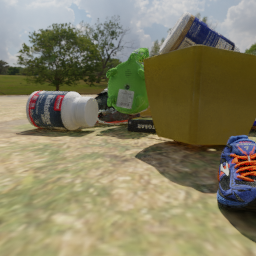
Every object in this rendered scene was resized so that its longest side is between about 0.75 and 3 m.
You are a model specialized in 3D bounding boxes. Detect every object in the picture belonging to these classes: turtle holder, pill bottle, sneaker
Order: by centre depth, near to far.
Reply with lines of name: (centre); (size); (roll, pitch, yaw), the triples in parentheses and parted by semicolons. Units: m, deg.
sneaker: (1.513, 0.536, 3.713); (0.722, 0.752, 1.918); (0, 8, 9)
pill bottle: (1.908, -1.745, 6.776); (2.086, 1.157, 1.157); (31, 6, -7)
pill bottle: (-2.183, -0.591, 9.472); (2.168, 1.296, 1.296); (3, 9, 20)
turtle holder: (0.172, -1.630, 10.175); (1.735, 2.283, 1.621); (-20, -9, 27)
sneaker: (-0.354, -0.520, 10.922); (1.727, 0.707, 0.666); (-2, 9, 1)
sneaker: (-0.996, -1.040, 11.013); (2.454, 1.110, 0.816); (-4, -2, -40)

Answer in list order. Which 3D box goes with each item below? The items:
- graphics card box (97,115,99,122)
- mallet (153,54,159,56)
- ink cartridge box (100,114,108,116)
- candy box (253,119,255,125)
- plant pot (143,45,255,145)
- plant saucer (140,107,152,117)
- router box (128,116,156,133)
graphics card box: (-1.617, -0.438, 11.806); (0.754, 0.306, 1.202); (-3, 8, -15)
mallet: (1.529, -2.343, 9.137); (1.752, 0.577, 0.361); (-7, -15, 40)
ink cartridge box: (-1.205, -0.713, 12.321); (0.824, 0.323, 1.739); (34, 0, -17)
candy box: (3.479, -0.704, 10.279); (2.888, 1.112, 2.442); (5, 3, 18)
plant pot: (1.830, -0.678, 6.949); (2.316, 2.043, 2.316); (2, 4, -25)
plant saucer: (-0.058, -0.914, 13.905); (2.623, 0.636, 2.623); (-7, 12, -40)
router box: (0.866, -0.123, 9.364); (1.467, 0.383, 1.153); (3, 9, 21)
